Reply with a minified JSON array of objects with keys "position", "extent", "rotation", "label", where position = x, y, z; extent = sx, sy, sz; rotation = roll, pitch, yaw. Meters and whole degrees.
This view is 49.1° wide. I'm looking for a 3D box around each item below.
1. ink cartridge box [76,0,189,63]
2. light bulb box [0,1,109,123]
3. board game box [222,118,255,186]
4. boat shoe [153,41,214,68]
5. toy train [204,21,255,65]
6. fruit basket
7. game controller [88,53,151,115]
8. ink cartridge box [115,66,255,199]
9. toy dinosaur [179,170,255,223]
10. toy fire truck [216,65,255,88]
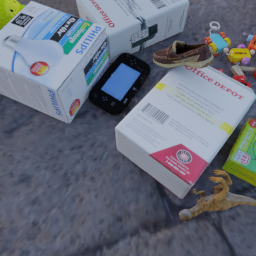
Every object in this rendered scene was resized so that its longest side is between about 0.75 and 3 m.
[{"position":[0.116,-3.679,9.083],"extent":[2.918,1.212,2.139],"rotation":[-27,64,-14],"label":"ink cartridge box"},{"position":[-2.197,-1.873,7.865],"extent":[2.503,1.562,2.481],"rotation":[23,63,12],"label":"light bulb box"},{"position":[3.883,1.010,6.758],"extent":[2.713,0.646,1.378],"rotation":[29,64,15],"label":"board game box"},{"position":[1.253,-1.862,6.832],"extent":[0.618,0.616,1.712],"rotation":[-46,39,-21],"label":"boat shoe"},{"position":[3.376,-2.608,8.912],"extent":[1.952,0.543,1.466],"rotation":[22,62,9],"label":"toy train"},{"position":[-4.475,-3.490,8.585],"extent":[3.229,2.329,3.229],"rotation":[-8,61,16],"label":"fruit basket"},{"position":[-0.209,-1.322,8.203],"extent":[1.107,0.447,2.123],"rotation":[27,65,14],"label":"game controller"},{"position":[1.433,-0.122,7.054],"extent":[2.149,1.235,2.961],"rotation":[36,67,19],"label":"ink cartridge box"},{"position":[1.977,1.440,5.698],"extent":[2.008,0.606,1.066],"rotation":[-7,101,0],"label":"toy dinosaur"},{"position":[3.301,-1.535,8.358],"extent":[1.563,0.381,1.102],"rotation":[18,62,11],"label":"toy fire truck"}]
